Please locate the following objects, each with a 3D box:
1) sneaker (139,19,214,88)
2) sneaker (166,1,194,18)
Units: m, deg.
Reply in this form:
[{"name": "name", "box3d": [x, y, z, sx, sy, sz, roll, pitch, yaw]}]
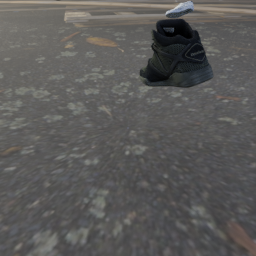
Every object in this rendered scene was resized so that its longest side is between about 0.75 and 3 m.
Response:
[{"name": "sneaker", "box3d": [0.952, -1.795, 6.863, 1.019, 1.527, 2.665, -21, 14, -15]}, {"name": "sneaker", "box3d": [1.414, -3.225, 7.639, 0.805, 0.285, 0.294, -2, -18, 31]}]
